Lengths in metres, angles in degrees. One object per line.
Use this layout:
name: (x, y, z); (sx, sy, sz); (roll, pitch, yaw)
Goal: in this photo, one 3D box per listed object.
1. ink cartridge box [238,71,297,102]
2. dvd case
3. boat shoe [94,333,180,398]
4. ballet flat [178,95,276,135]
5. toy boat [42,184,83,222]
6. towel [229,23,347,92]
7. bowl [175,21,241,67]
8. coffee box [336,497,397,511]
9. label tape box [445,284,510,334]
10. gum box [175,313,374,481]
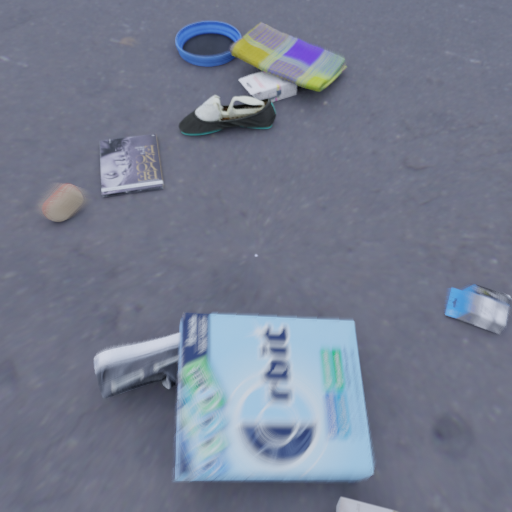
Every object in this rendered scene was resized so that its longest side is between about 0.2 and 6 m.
ink cartridge box: (0.264, -3.964, 13.137); (1.218, 0.410, 0.713); (-21, 56, -17)
dvd case: (-2.635, -1.926, 11.748); (1.234, 0.132, 1.659); (-9, 53, -7)
boat shoe: (-1.318, 1.651, 8.545); (2.174, 0.780, 0.737); (-10, 64, -21)
ballet flat: (-0.648, -3.170, 12.318); (2.171, 0.742, 0.738); (-7, 49, -6)
toy boat: (-3.779, -1.040, 10.811); (0.514, 0.514, 0.787); (22, 66, 46)
towel: (0.767, -4.757, 13.344); (2.487, 0.283, 1.786); (30, 49, 13)
bowl: (-1.215, -5.413, 14.311); (1.673, 0.328, 1.673); (0, 52, 0)
coffee box: (1.312, 3.911, 6.960); (0.836, 0.583, 1.463); (12, 53, 9)
label tape box: (3.754, 0.842, 9.484); (0.920, 0.291, 0.664); (19, 51, 12)
gum box: (0.211, 1.982, 7.958); (2.618, 0.583, 2.224); (4, 61, -12)
